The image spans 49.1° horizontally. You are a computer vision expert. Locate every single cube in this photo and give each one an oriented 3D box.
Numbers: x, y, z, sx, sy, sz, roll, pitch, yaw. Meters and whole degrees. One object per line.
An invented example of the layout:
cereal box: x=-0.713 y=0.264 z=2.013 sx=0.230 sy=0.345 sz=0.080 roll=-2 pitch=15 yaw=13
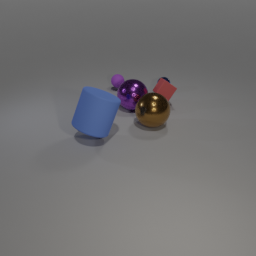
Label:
cube: x=1.646 y=-1.734 z=12.629 sx=0.700 sy=0.700 sz=0.700 roll=30 pitch=11 yaw=-18

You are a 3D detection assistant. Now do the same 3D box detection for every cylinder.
cylinder: x=-1.135 y=-0.576 z=9.949 sx=1.400 sy=1.400 sz=1.400 roll=20 pitch=15 yaw=-6

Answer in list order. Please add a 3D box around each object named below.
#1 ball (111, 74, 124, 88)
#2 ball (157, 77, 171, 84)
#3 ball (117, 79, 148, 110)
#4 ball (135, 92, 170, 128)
ball: x=-0.540 y=-2.474 z=14.717 sx=0.700 sy=0.700 sz=0.700 roll=0 pitch=29 yaw=0
ball: x=1.844 y=-2.286 z=14.473 sx=0.700 sy=0.700 sz=0.700 roll=0 pitch=29 yaw=0
ball: x=0.207 y=-1.486 z=12.553 sx=1.400 sy=1.400 sz=1.400 roll=0 pitch=29 yaw=0
ball: x=0.974 y=-0.711 z=11.085 sx=1.400 sy=1.400 sz=1.400 roll=0 pitch=29 yaw=0
